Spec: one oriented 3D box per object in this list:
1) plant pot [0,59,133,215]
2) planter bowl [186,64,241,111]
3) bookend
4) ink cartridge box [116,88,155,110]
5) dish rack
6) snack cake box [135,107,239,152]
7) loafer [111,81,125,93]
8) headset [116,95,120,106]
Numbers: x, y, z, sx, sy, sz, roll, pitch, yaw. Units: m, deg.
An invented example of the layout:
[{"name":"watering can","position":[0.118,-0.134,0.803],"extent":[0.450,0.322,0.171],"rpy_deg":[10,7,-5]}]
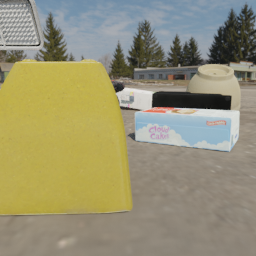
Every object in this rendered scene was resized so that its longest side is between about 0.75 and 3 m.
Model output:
[{"name":"plant pot","position":[-0.946,-0.023,4.401],"extent":[1.968,2.013,1.955],"rpy_deg":[0,10,-3]},{"name":"planter bowl","position":[4.092,-1.953,13.410],"extent":[2.698,1.816,2.698],"rpy_deg":[-2,32,1]},{"name":"bookend","position":[2.358,-0.756,10.735],"extent":[2.637,1.223,2.654],"rpy_deg":[3,10,11]},{"name":"ink cartridge box","position":[0.338,-1.692,15.999],"extent":[2.817,0.948,1.650],"rpy_deg":[12,14,25]},{"name":"dish rack","position":[-3.847,-3.554,9.418],"extent":[2.116,1.816,0.461],"rpy_deg":[5,36,14]},{"name":"snack cake box","position":[1.644,-0.049,7.787],"extent":[2.567,0.862,1.476],"rpy_deg":[5,13,28]},{"name":"loafer","position":[-0.781,-1.368,9.760],"extent":[1.327,0.477,0.418],"rpy_deg":[1,31,5]},{"name":"headset","position":[-1.213,-1.500,14.459],"extent":[1.700,1.294,2.753],"rpy_deg":[7,24,6]}]
